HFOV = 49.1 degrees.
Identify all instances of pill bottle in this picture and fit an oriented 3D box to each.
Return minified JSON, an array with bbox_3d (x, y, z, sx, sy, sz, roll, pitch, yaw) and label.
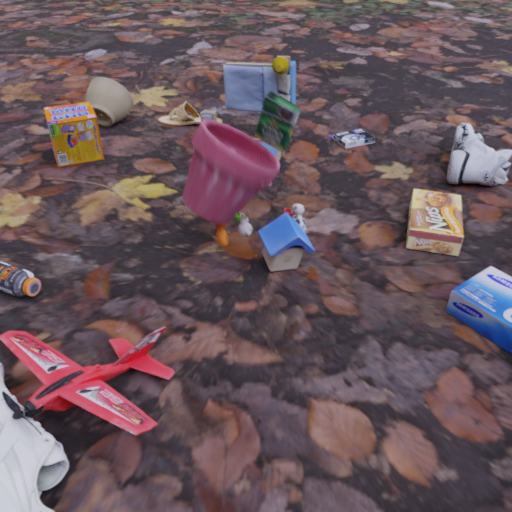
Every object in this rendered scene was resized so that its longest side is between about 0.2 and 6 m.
[{"bbox_3d":[-4.400,0.457,10.223,0.947,0.503,0.503,15,38,21],"label":"pill bottle"}]

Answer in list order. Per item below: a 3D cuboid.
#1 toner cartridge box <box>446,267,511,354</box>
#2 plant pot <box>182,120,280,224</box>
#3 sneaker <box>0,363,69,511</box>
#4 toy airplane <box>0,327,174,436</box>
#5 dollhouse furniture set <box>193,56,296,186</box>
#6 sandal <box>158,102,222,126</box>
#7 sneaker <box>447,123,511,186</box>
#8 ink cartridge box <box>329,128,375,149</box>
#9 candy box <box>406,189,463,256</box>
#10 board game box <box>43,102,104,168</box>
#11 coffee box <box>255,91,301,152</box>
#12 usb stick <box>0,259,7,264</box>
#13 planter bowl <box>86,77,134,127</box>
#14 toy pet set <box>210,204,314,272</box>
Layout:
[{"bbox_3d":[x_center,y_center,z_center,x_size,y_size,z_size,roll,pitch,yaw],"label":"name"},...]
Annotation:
[{"bbox_3d":[4.530,1.155,9.214,1.172,0.533,2.467,-24,42,-30],"label":"toner cartridge box"},{"bbox_3d":[-0.601,-1.490,10.519,1.643,1.471,1.643,25,24,-12],"label":"plant pot"},{"bbox_3d":[-3.199,2.464,7.199,1.399,1.052,2.809,0,37,-25],"label":"sneaker"},{"bbox_3d":[-2.293,1.676,8.043,2.787,0.513,2.787,12,24,-5],"label":"toy airplane"},{"bbox_3d":[-0.470,-3.469,13.791,2.629,2.785,1.817,7,35,10],"label":"dollhouse furniture set"},{"bbox_3d":[-1.976,-4.279,16.745,2.027,0.667,0.743,11,37,15],"label":"sandal"},{"bbox_3d":[5.635,-2.504,14.084,1.406,0.919,2.447,12,42,16],"label":"sneaker"},{"bbox_3d":[2.702,-3.382,15.889,0.962,0.211,0.971,-15,37,-19],"label":"ink cartridge box"},{"bbox_3d":[3.797,-0.752,11.922,1.052,0.504,1.822,9,36,12],"label":"candy box"},{"bbox_3d":[-4.808,-3.218,14.784,1.204,1.205,1.204,-13,38,-18],"label":"board game box"},{"bbox_3d":[0.386,-2.478,10.445,0.671,1.091,0.240,32,60,5],"label":"coffee box"},{"bbox_3d":[-4.858,0.246,10.854,0.751,0.122,0.208,27,44,33],"label":"usb stick"},{"bbox_3d":[-4.444,-4.435,16.557,1.386,1.386,0.933,11,64,15],"label":"planter bowl"},{"bbox_3d":[0.246,-0.616,10.919,1.872,0.994,1.748,-7,49,-22],"label":"toy pet set"}]
